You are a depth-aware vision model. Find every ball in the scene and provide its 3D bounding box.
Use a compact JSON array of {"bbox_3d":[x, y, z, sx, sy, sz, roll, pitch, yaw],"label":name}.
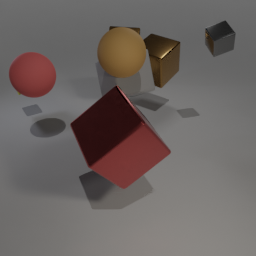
[{"bbox_3d":[-0.178,-2.144,8.012,1.400,1.400,1.400,0,31,0],"label":"ball"},{"bbox_3d":[-2.969,-1.653,8.762,1.400,1.400,1.400,0,31,0],"label":"ball"}]

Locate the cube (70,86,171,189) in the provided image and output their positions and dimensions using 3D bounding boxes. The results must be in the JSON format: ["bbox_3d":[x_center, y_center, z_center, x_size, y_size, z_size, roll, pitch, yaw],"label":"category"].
[{"bbox_3d":[-0.172,0.229,6.213,1.400,1.400,1.400,-39,47,6],"label":"cube"}]

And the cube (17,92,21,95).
[{"bbox_3d":[-4.131,-1.826,10.965,0.700,0.700,0.700,-27,-4,-20],"label":"cube"}]

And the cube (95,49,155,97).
[{"bbox_3d":[-0.118,-1.777,9.595,1.400,1.400,1.400,-13,3,-27],"label":"cube"}]

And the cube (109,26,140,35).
[{"bbox_3d":[-0.177,-3.670,12.967,1.400,1.400,1.400,5,74,5],"label":"cube"}]

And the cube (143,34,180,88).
[{"bbox_3d":[1.140,-2.722,11.294,1.400,1.400,1.400,27,55,28],"label":"cube"}]

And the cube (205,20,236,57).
[{"bbox_3d":[2.940,-2.858,8.989,0.700,0.700,0.700,-20,57,3],"label":"cube"}]
